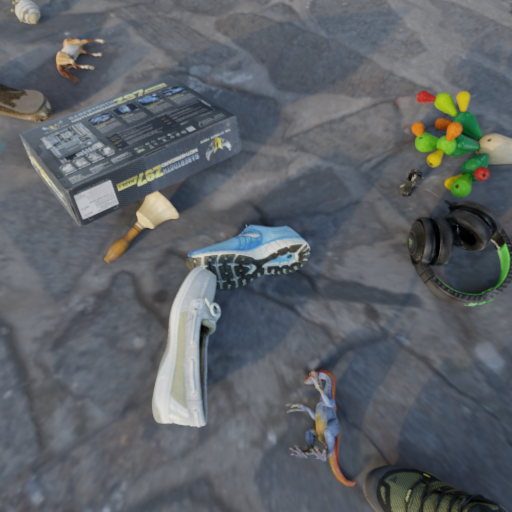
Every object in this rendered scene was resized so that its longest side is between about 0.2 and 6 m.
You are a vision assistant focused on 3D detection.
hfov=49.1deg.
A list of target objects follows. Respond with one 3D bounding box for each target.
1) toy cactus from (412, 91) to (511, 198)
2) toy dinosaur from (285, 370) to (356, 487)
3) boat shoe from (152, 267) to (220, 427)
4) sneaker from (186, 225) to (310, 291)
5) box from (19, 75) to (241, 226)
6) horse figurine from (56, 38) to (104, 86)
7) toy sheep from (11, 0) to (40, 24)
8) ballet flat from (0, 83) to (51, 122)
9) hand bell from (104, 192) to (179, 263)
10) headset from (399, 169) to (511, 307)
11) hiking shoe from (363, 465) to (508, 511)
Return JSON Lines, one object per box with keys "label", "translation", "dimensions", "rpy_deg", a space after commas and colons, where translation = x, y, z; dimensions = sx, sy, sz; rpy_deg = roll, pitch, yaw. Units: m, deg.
{"label": "toy cactus", "translation": [4.427, -2.387, 11.520], "dimensions": [2.302, 1.426, 2.789], "rpy_deg": [6, 47, -8]}
{"label": "toy dinosaur", "translation": [1.013, 2.494, 8.669], "dimensions": [1.551, 0.814, 1.407], "rpy_deg": [51, 44, -14]}
{"label": "boat shoe", "translation": [-0.959, 1.403, 8.975], "dimensions": [0.835, 0.960, 2.604], "rpy_deg": [5, 59, 10]}
{"label": "sneaker", "translation": [-0.197, -0.056, 10.228], "dimensions": [2.210, 0.866, 0.994], "rpy_deg": [-9, 41, -13]}
{"label": "box", "translation": [-2.465, -2.216, 10.958], "dimensions": [3.486, 0.889, 2.749], "rpy_deg": [-29, 46, -22]}
{"label": "horse figurine", "translation": [-4.377, -4.826, 13.560], "dimensions": [1.096, 0.413, 1.654], "rpy_deg": [8, 56, 6]}
{"label": "toy sheep", "translation": [-5.945, -6.336, 14.476], "dimensions": [0.620, 0.620, 0.899], "rpy_deg": [-36, 81, -22]}
{"label": "ballet flat", "translation": [-5.718, -3.523, 12.645], "dimensions": [2.664, 0.617, 0.897], "rpy_deg": [16, 73, 17]}
{"label": "hand bell", "translation": [-2.288, -0.478, 10.568], "dimensions": [0.814, 0.814, 1.563], "rpy_deg": [37, 76, 22]}
{"label": "headset", "translation": [3.512, -0.360, 10.386], "dimensions": [1.732, 1.318, 2.805], "rpy_deg": [-21, 73, -11]}
{"label": "hiking shoe", "translation": [2.661, 3.400, 7.487], "dimensions": [2.423, 1.220, 0.918], "rpy_deg": [20, 58, 13]}
